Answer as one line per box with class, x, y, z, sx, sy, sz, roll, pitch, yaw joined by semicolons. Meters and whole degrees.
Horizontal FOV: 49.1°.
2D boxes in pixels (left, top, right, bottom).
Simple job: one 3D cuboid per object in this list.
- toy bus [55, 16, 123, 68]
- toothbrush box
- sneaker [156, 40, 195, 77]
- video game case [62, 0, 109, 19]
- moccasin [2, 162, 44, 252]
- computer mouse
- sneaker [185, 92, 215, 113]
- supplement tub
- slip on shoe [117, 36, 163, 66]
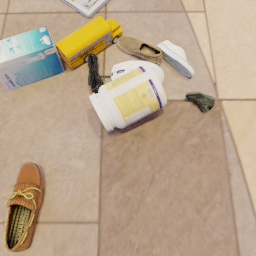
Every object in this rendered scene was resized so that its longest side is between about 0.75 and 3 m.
toy bus;-1.473;-3.488;11.057;2.682;1.050;0.873;-38;73;-14
toothbrush box;-3.754;-2.512;10.337;2.311;1.692;0.986;-22;70;-7
sneaker;1.968;-2.805;10.976;0.689;0.711;1.947;-41;73;-10
video game case;-1.764;-6.509;12.653;2.587;0.325;2.843;37;74;13
moccasin;-3.316;2.388;8.746;0.994;1.049;2.717;9;69;3
computer mouse;-0.075;-2.140;10.741;3.000;0.658;1.645;-2;68;-1
sneaker;2.657;-0.946;10.347;1.125;0.430;0.644;15;67;-8
supplement tub;-0.002;-0.995;9.670;2.278;1.657;1.657;-27;71;-1
slip on shoe;0.478;-3.197;11.180;2.026;0.614;0.770;34;72;13
